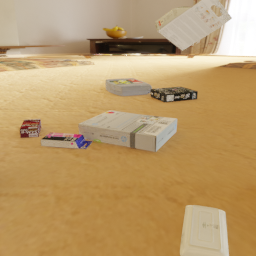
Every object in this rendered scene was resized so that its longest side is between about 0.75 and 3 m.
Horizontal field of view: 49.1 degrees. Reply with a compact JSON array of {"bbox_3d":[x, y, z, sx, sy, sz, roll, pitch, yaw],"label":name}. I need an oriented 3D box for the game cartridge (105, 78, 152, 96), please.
[{"bbox_3d":[-0.144,-2.153,14.433,1.835,0.564,2.757,-11,21,-18],"label":"game cartridge"}]

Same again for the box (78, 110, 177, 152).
[{"bbox_3d":[0.036,0.001,7.899,2.274,0.468,1.772,9,20,24],"label":"box"}]

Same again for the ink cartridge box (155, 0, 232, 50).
[{"bbox_3d":[1.918,-3.172,8.252,1.788,0.448,1.450,-29,-30,33],"label":"ink cartridge box"}]

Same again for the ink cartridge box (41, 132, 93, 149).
[{"bbox_3d":[-1.594,0.331,7.339,1.219,0.226,0.577,5,18,9],"label":"ink cartridge box"}]

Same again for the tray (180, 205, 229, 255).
[{"bbox_3d":[1.113,1.450,4.047,0.627,0.130,1.168,6,19,14],"label":"tray"}]

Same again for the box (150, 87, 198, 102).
[{"bbox_3d":[2.075,-1.557,12.772,1.710,0.372,1.370,-8,20,-23],"label":"box"}]

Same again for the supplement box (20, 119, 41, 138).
[{"bbox_3d":[-2.844,-0.006,8.218,0.502,0.281,0.923,-4,20,-12],"label":"supplement box"}]
